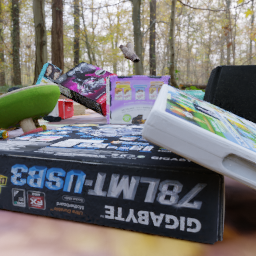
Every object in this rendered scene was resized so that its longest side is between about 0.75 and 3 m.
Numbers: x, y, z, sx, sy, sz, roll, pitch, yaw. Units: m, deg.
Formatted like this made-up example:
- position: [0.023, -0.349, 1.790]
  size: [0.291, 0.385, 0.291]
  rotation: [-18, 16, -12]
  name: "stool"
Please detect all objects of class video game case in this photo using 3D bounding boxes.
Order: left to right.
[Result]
- position: [1.388, 0.176, 3.194]
  size: [2.364, 0.285, 2.593]
  rotation: [25, 16, 3]
  name: "video game case"

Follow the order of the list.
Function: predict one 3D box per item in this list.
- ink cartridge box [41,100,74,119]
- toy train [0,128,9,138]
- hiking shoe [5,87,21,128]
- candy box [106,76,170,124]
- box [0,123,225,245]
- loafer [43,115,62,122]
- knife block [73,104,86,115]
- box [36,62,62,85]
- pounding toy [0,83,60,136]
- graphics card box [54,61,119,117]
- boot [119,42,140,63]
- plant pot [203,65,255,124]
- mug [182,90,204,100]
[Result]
- position: [-3.783, -0.972, 14.211]
  size: [2.742, 0.922, 1.593]
  rotation: [1, 7, 6]
  name: "ink cartridge box"
- position: [-4.005, 0.131, 7.659]
  size: [1.051, 0.389, 1.399]
  rotation: [4, 9, 28]
  name: "toy train"
- position: [-4.406, -0.780, 10.418]
  size: [1.124, 1.493, 2.967]
  rotation: [-1, 7, -10]
  name: "hiking shoe"
- position: [0.218, -0.352, 6.408]
  size: [1.382, 1.647, 0.589]
  rotation: [-2, 7, -13]
  name: "candy box"
- position: [-0.153, 0.412, 4.080]
  size: [2.962, 0.736, 2.940]
  rotation: [2, 7, 17]
  name: "box"
- position: [-3.370, -0.394, 12.371]
  size: [0.829, 0.302, 0.300]
  rotation: [7, -6, -36]
  name: "loafer"
- position: [-3.629, -1.039, 15.958]
  size: [1.998, 0.639, 1.754]
  rotation: [2, 8, 15]
  name: "knife block"
- position: [-2.973, -1.599, 10.214]
  size: [0.361, 1.468, 0.604]
  rotation: [-5, -27, 46]
  name: "box"
- position: [-2.881, -0.111, 7.476]
  size: [2.712, 1.259, 2.094]
  rotation: [-21, 2, 24]
  name: "pounding toy"
- position: [-1.071, -1.254, 8.535]
  size: [2.112, 0.537, 1.325]
  rotation: [27, 55, 32]
  name: "graphics card box"
- position: [0.128, -2.693, 10.128]
  size: [0.385, 0.802, 1.097]
  rotation: [-46, -7, 32]
  name: "boot"
- position: [3.258, -0.750, 8.115]
  size: [2.296, 2.041, 2.301]
  rotation: [1, 8, 11]
  name: "plant pot"
- position: [2.695, -1.053, 13.033]
  size: [2.228, 1.378, 1.831]
  rotation: [6, 10, 42]
  name: "mug"
